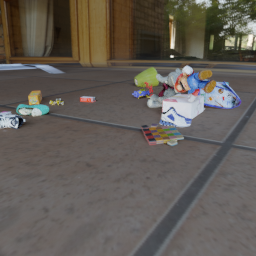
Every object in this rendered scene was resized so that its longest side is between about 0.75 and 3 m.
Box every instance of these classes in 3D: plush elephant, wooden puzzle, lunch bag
[{"bbox_3d":[2.162,-2.108,14.600,2.406,1.863,1.982,2,17,19],"label":"plush elephant"},{"bbox_3d":[1.191,0.229,9.798,1.184,0.140,1.996,-7,21,-6],"label":"wooden puzzle"},{"bbox_3d":[4.717,-1.790,14.777,2.215,1.371,1.883,17,19,7],"label":"lunch bag"}]

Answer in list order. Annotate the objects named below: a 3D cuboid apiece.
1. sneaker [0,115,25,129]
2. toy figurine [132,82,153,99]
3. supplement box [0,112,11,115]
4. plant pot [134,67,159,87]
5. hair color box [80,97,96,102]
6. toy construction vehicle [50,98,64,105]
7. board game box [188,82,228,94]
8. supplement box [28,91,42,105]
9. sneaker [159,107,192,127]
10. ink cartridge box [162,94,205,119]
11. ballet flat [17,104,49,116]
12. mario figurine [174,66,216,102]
[{"bbox_3d":[-4.649,-0.225,10.819,0.913,0.560,1.403,4,5,42],"label":"sneaker"},{"bbox_3d":[0.693,-2.240,16.990,1.082,0.952,1.806,-11,19,-18],"label":"toy figurine"},{"bbox_3d":[-5.231,-0.413,11.750,0.391,0.400,0.773,0,18,4],"label":"supplement box"},{"bbox_3d":[1.329,-3.715,21.318,1.551,1.451,1.451,-19,22,-14],"label":"plant pot"},{"bbox_3d":[-2.297,-1.642,16.064,0.800,0.245,0.406,5,17,18],"label":"hair color box"},{"bbox_3d":[-3.885,-1.387,15.312,0.757,0.267,0.659,-6,29,-10],"label":"toy construction vehicle"},{"bbox_3d":[5.258,-2.504,18.154,2.274,0.673,2.991,6,18,19],"label":"board game box"},{"bbox_3d":[-5.242,-1.723,15.845,0.534,0.552,1.605,-6,20,-11],"label":"supplement box"},{"bbox_3d":[1.923,-0.473,11.334,1.303,0.752,0.526,4,18,12],"label":"sneaker"},{"bbox_3d":[2.720,-1.084,13.260,1.384,0.802,2.376,10,19,29],"label":"ink cartridge box"},{"bbox_3d":[-4.423,-0.769,12.925,1.607,0.541,0.566,4,42,14],"label":"ballet flat"},{"bbox_3d":[2.537,-1.761,11.467,1.160,1.351,2.189,4,4,-19],"label":"mario figurine"}]
